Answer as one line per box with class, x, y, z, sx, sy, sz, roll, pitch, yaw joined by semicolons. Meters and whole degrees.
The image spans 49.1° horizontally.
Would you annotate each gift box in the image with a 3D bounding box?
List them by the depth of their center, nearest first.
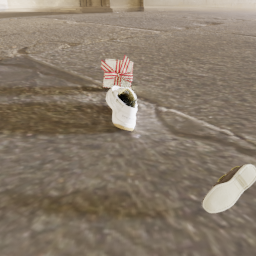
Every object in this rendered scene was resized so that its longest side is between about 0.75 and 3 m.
gift box;-0.401;-2.114;10.476;1.163;1.260;1.177;2;17;0

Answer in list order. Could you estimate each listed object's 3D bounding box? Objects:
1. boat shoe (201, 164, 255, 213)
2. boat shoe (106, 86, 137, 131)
boat shoe;1.860;1.130;5.268;1.282;0.461;0.382;-36;1;-15
boat shoe;-0.097;-0.851;8.586;0.864;0.846;2.441;13;27;-20
